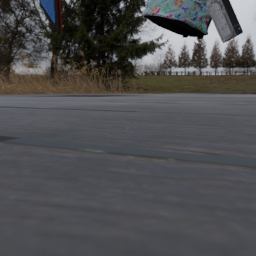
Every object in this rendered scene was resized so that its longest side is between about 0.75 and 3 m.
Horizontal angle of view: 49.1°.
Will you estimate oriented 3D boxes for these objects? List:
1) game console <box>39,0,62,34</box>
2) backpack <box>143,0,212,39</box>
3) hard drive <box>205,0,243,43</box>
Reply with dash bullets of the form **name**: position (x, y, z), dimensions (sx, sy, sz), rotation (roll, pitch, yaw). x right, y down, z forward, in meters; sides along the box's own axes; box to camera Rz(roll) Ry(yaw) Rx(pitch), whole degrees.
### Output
- **game console**: position (-2.077, -3.091, 5.700), dimensions (1.677, 1.155, 1.946), rotation (16, 28, -42)
- **backpack**: position (1.562, -3.744, 8.850), dimensions (2.010, 1.513, 1.785), rotation (0, 21, -33)
- **hard drive**: position (2.390, -2.784, 7.034), dimensions (0.221, 1.168, 0.816), rotation (-26, 6, -3)
